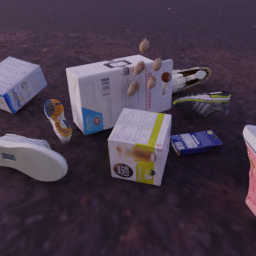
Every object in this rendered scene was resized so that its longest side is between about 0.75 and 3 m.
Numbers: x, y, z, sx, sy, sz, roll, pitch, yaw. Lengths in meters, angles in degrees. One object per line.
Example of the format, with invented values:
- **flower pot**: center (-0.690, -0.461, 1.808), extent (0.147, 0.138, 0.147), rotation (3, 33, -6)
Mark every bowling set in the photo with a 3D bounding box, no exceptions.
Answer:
- **bowling set**: center (0.618, -1.433, 7.072), extent (1.020, 1.466, 0.787), rotation (14, 23, 5)

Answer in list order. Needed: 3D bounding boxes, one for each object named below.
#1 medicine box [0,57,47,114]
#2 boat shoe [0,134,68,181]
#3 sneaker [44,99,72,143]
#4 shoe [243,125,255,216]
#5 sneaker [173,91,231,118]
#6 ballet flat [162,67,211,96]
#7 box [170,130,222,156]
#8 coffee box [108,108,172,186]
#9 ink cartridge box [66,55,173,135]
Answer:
- **medicine box**: center (-3.797, -1.445, 9.131), extent (1.465, 0.828, 1.608), rotation (21, 54, 26)
- **boat shoe**: center (-2.280, 0.549, 6.542), extent (2.371, 0.827, 0.844), rotation (10, 29, 24)
- **sneaker**: center (-1.929, -0.173, 7.625), extent (0.507, 0.593, 1.346), rotation (-15, 58, -22)
- **shoe**: center (2.838, 0.838, 5.788), extent (0.984, 1.253, 2.755), rotation (14, 18, 9)
- **sneaker**: center (2.176, -0.667, 8.418), extent (1.808, 0.732, 0.668), rotation (1, 16, 41)
- **ballet flat**: center (1.945, -1.745, 9.842), extent (2.367, 0.798, 0.738), rotation (-23, 11, -26)
- **box**: center (1.762, 0.377, 7.358), extent (1.201, 0.195, 0.727), rotation (-8, 32, -6)
- **coffee box**: center (0.296, 0.411, 6.410), extent (1.177, 1.189, 1.190), rotation (9, 41, 13)
- **ink cartridge box**: center (-0.166, -1.083, 8.197), extent (2.928, 1.696, 0.977), rotation (-17, 32, -24)
